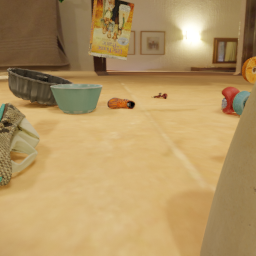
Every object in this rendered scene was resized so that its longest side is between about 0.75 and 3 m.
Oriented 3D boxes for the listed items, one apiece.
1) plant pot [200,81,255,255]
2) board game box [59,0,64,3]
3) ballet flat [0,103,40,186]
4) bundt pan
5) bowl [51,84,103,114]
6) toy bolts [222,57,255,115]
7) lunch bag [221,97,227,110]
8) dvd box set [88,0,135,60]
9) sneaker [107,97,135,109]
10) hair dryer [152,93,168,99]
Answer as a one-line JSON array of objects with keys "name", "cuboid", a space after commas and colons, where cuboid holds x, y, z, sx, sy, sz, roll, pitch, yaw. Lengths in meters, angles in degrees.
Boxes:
[{"name": "plant pot", "cuboid": [1.758, 0.210, 2.203, 2.185, 2.333, 2.185, 0, 13, 0]}, {"name": "board game box", "cuboid": [-1.319, -3.034, 5.449, 0.184, 0.823, 1.571, -27, 30, 27]}, {"name": "ballet flat", "cuboid": [-2.219, 0.295, 5.241, 1.078, 0.971, 2.864, 20, 14, -17]}, {"name": "bundt pan", "cuboid": [-3.752, -1.706, 11.914, 2.763, 1.037, 2.763, 15, 15, -4]}, {"name": "bowl", "cuboid": [-1.857, -1.073, 10.276, 1.867, 0.976, 1.867, 0, 14, 0]}, {"name": "toy bolts", "cuboid": [4.408, -1.243, 9.431, 2.155, 2.059, 1.495, -21, 21, -16]}, {"name": "lunch bag", "cuboid": [3.916, -0.913, 10.697, 0.650, 0.487, 0.766, 6, 9, 23]}, {"name": "dvd box set", "cuboid": [-0.590, -3.508, 9.956, 1.465, 2.002, 0.294, 1, 16, -29]}, {"name": "sneaker", "cuboid": [-0.206, -0.966, 10.959, 1.160, 0.450, 0.650, -10, 16, -35]}, {"name": "hair dryer", "cuboid": [1.654, -1.553, 14.013, 0.689, 0.246, 0.904, -28, 22, -28]}]
